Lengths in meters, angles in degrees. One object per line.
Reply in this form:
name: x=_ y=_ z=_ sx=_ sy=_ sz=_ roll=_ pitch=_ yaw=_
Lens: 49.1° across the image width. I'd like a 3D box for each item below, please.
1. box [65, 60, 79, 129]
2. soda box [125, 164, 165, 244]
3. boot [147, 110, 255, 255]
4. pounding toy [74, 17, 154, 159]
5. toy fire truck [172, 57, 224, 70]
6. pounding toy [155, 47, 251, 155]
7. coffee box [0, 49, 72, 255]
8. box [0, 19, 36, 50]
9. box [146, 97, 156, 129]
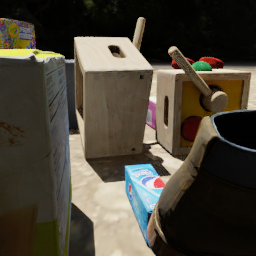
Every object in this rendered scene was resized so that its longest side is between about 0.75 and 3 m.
box: x=-1.764 y=-1.031 z=8.061 sx=0.938 sy=1.803 sz=1.642 roll=-2 pitch=15 yaw=-8
soda box: x=0.268 y=0.893 z=3.570 sx=0.403 sy=0.426 sz=1.256 roll=-3 pitch=15 yaw=-12
boot: x=1.632 y=0.594 z=2.408 sx=2.781 sy=1.348 sz=1.039 roll=0 pitch=37 yaw=-11
pounding toy: x=-0.237 y=-0.986 z=5.952 sx=1.672 sy=2.164 sz=2.351 roll=-4 pitch=35 yaw=-14
toy fire truck: x=3.034 y=-1.810 z=12.034 sx=2.952 sy=1.655 sz=2.479 roll=13 pitch=-4 yaw=38
pounding toy: x=1.451 y=-0.559 z=5.740 sx=1.930 sy=2.096 sz=1.490 roll=-4 pitch=15 yaw=-13
coffee box: x=-1.602 y=0.329 z=2.559 sx=2.045 sy=2.025 sz=2.048 roll=-2 pitch=15 yaw=-8
box: x=-4.351 y=-1.584 z=8.123 sx=2.943 sy=2.835 sz=1.795 roll=1 pitch=15 yaw=5
box: x=1.412 y=-0.415 z=7.770 sx=1.604 sy=0.775 sz=1.411 roll=-5 pitch=16 yaw=-17
